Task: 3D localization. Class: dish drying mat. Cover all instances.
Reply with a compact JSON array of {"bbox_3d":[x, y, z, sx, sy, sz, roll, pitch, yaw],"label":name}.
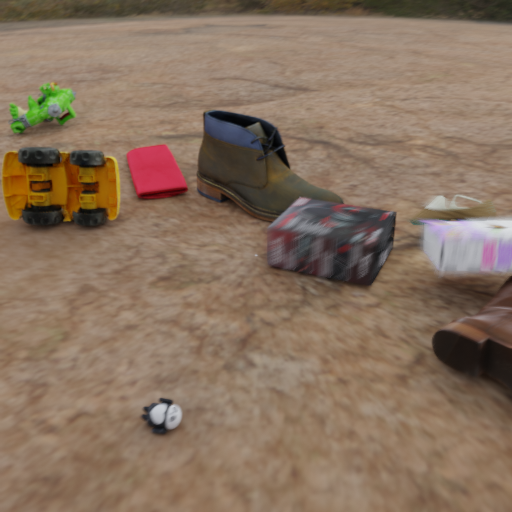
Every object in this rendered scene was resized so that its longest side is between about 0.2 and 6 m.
[{"bbox_3d":[-2.582,-2.162,14.238,1.204,0.285,3.135,-9,31,-14],"label":"dish drying mat"}]

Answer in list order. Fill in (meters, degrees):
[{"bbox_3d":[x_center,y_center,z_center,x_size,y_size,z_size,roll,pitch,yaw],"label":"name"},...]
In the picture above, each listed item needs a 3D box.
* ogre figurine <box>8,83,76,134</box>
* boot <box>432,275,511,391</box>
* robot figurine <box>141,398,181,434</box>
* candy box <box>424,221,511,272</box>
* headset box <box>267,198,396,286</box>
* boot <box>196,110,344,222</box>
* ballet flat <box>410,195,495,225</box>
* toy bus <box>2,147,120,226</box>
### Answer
[{"bbox_3d":[-6.737,-4.760,17.979,1.587,1.299,2.647,-14,12,11],"label":"ogre figurine"},{"bbox_3d":[4.321,1.155,7.811,2.888,0.928,2.692,-19,37,-38],"label":"boot"},{"bbox_3d":[-1.161,1.957,6.855,0.474,0.356,0.296,5,9,9],"label":"robot figurine"},{"bbox_3d":[3.773,-0.184,9.293,1.681,0.601,1.410,0,13,7],"label":"candy box"},{"bbox_3d":[1.302,-0.340,10.346,2.177,0.817,1.618,12,30,24],"label":"headset box"},{"bbox_3d":[0.210,-1.950,12.176,3.904,1.892,1.458,18,34,29],"label":"boot"},{"bbox_3d":[3.848,-0.908,11.012,1.573,0.569,0.533,0,4,23],"label":"ballet flat"},{"bbox_3d":[-3.989,-1.585,12.214,2.297,1.559,2.205,1,13,-2],"label":"toy bus"}]
